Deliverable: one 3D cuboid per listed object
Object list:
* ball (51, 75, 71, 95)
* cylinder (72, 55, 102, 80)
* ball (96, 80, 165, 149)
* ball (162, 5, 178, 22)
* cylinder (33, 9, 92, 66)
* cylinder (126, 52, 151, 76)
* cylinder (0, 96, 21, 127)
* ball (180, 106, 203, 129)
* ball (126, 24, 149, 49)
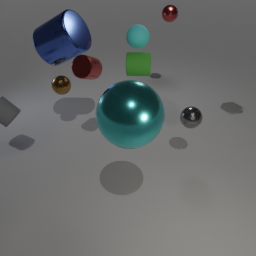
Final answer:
[{"bbox_3d":[-2.412,-1.555,10.149,0.700,0.700,0.700,0,34,0],"label":"ball"},{"bbox_3d":[-1.236,-1.833,8.510,0.700,0.700,0.700,14,12,19],"label":"cylinder"},{"bbox_3d":[0.044,-0.271,5.721,1.400,1.400,1.400,0,34,0],"label":"ball"},{"bbox_3d":[1.806,-4.930,12.067,0.700,0.700,0.700,0,34,0],"label":"ball"},{"bbox_3d":[-2.181,-2.980,9.359,1.400,1.400,1.400,-17,25,29],"label":"cylinder"},{"bbox_3d":[0.320,-1.901,8.355,0.700,0.700,0.700,2,34,6],"label":"cylinder"},{"bbox_3d":[-3.832,-0.503,8.674,0.700,0.700,0.700,41,32,-16],"label":"cylinder"},{"bbox_3d":[1.998,-0.332,8.866,0.700,0.700,0.700,0,34,0],"label":"ball"},{"bbox_3d":[0.297,-2.778,8.522,0.700,0.700,0.700,0,34,0],"label":"ball"}]
